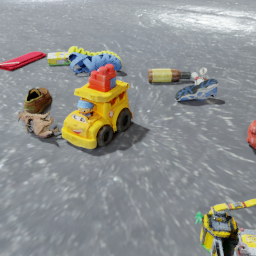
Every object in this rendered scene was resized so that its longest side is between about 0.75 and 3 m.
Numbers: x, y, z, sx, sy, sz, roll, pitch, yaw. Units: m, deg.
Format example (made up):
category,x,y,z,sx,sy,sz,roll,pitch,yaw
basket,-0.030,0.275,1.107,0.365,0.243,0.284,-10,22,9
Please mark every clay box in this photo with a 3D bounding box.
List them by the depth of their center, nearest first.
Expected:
category,x,y,z,sx,sy,sz,roll,pitch,yaw
clay box,-2.705,-3.029,12.139,1.463,0.348,0.841,-6,32,-9

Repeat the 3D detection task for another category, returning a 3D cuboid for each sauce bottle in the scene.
category,x,y,z,sx,sy,sz,roll,pitch,yaw
sauce bottle,1.507,-1.918,10.268,1.555,0.513,0.513,1,32,-2

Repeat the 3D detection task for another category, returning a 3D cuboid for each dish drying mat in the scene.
category,x,y,z,sx,sy,sz,roll,pitch,yaw
dish drying mat,-4.571,-2.961,12.175,0.836,0.198,2.176,14,35,23

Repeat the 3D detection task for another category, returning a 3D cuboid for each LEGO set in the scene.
category,x,y,z,sx,sy,sz,roll,pitch,yaw
LEGO set,2.224,1.630,3.674,2.655,1.538,2.041,9,33,14

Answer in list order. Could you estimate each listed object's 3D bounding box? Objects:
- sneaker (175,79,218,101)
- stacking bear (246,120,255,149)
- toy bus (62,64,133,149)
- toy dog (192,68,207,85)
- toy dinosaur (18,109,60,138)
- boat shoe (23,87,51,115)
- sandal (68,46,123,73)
category,x,y,z,sx,sy,sz,roll,pitch,yaw
sneaker,2.206,-1.084,8.966,1.421,0.547,0.538,-16,34,7
stacking bear,3.925,0.148,6.399,2.208,1.341,1.256,2,72,16
toy bus,-0.766,-0.634,7.044,1.269,1.796,1.870,21,39,27
toy dog,2.560,-1.522,9.634,0.641,0.468,0.972,-24,52,36
toy dinosaur,-2.299,-0.033,7.256,0.824,0.522,1.216,-29,51,-14
boat shoe,-2.777,-0.949,8.651,0.603,0.569,1.675,-2,32,-4
sandal,-1.344,-2.497,10.992,2.259,0.898,0.984,7,57,8
